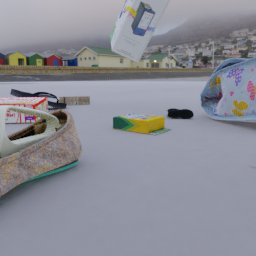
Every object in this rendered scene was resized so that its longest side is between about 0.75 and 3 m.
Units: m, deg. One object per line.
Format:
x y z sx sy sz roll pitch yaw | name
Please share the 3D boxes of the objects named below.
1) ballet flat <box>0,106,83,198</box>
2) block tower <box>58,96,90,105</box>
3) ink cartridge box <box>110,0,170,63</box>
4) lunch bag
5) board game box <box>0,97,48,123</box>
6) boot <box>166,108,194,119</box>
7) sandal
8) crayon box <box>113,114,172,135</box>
-1.556 0.269 3.123 0.995 0.983 2.924 5 12 21 | ballet flat
-2.304 -1.186 12.071 1.369 0.370 0.396 -4 13 -19 | block tower
0.349 -3.781 9.537 1.075 2.457 1.785 21 31 -19 | ink cartridge box
3.686 -1.029 7.708 2.431 1.823 2.867 -2 -1 -16 | lunch bag
-3.483 -0.579 8.537 1.739 0.532 2.295 -2 11 -9 | board game box
1.585 -0.459 8.645 0.808 0.299 0.663 0 8 7 | boot
-3.159 -1.128 10.296 2.157 0.462 0.820 16 2 -42 | sandal
0.345 -0.116 6.789 1.229 0.317 0.773 9 14 36 | crayon box
